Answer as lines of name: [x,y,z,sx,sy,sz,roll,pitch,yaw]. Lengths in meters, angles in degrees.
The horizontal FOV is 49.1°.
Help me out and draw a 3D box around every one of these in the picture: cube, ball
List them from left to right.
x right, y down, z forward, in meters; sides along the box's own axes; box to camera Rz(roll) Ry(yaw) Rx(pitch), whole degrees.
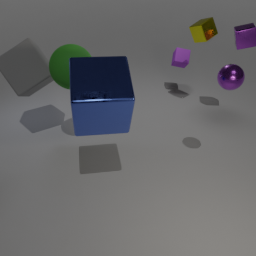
cube: [-3.467,-2.045,9.758,1.400,1.400,1.400,-34,9,-2]
ball: [-1.758,-1.908,8.791,1.400,1.400,1.400,0,31,0]
cube: [-0.678,-0.771,6.914,1.400,1.400,1.400,-4,58,-9]
cube: [2.566,-3.401,13.611,0.700,0.700,0.700,11,-7,-4]
cube: [3.002,-3.885,11.140,0.700,0.700,0.700,-36,26,-17]
ball: [2.769,-1.366,7.545,0.700,0.700,0.700,0,31,0]
cube: [4.364,-3.412,10.419,0.700,0.700,0.700,-7,31,19]
